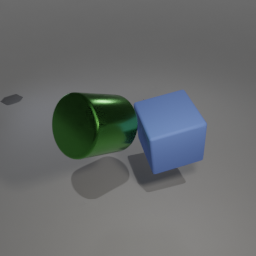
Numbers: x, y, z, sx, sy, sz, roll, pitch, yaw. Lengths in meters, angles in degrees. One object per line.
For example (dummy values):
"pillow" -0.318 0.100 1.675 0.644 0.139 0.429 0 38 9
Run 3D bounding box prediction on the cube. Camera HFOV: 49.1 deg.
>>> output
"cube" 1.059 0.096 7.271 1.400 1.400 1.400 -16 46 -5

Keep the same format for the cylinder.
"cylinder" -0.729 -0.076 6.326 1.400 1.400 1.400 25 18 33
